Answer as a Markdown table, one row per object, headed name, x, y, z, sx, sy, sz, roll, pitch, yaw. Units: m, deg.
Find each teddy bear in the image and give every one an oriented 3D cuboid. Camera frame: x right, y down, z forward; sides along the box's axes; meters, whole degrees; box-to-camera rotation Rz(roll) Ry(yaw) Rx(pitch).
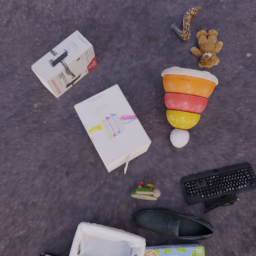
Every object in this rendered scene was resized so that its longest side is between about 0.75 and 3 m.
| name | x | y | z | sx | sy | sz | roll | pitch | yaw |
| --- | --- | --- | --- | --- | --- | --- | --- | --- | --- |
| teddy bear | 3.285 | -3.357 | 11.586 | 1.255 | 0.578 | 1.731 | 19 | 75 | 8 |

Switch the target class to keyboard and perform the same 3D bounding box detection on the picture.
| name | x | y | z | sx | sy | sz | roll | pitch | yaw |
| --- | --- | --- | --- | --- | --- | --- | --- | --- | --- |
| keyboard | 3.410 | 2.160 | 10.106 | 2.742 | 0.543 | 1.427 | -13 | 75 | -3 |

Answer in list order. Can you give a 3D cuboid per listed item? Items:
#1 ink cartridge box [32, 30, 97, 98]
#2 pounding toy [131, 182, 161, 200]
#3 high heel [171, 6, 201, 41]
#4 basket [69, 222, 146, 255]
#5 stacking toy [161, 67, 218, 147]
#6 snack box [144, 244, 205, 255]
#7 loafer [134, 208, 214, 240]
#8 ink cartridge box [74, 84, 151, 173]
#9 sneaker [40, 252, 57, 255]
| name | x | y | z | sx | sy | sz | roll | pitch | yaw |
| --- | --- | --- | --- | --- | --- | --- | --- | --- | --- |
| ink cartridge box | -2.374 | -2.395 | 10.783 | 2.197 | 1.585 | 0.920 | -41 | 78 | -10 |
| pounding toy | 0.605 | 2.113 | 9.632 | 0.905 | 1.172 | 0.544 | 11 | 69 | -7 |
| high heel | 2.721 | -4.396 | 11.858 | 1.491 | 0.532 | 1.063 | -39 | 73 | 5 |
| basket | -0.650 | 4.045 | 9.149 | 2.214 | 1.366 | 1.501 | 13 | 75 | 5 |
| stacking toy | 2.044 | -0.696 | 10.470 | 2.090 | 2.090 | 2.860 | 12 | 93 | 3 |
| snack box | 1.537 | 5.156 | 9.126 | 2.059 | 0.826 | 2.442 | -4 | 73 | 0 |
| loafer | 1.559 | 3.266 | 9.569 | 2.727 | 0.957 | 0.926 | 9 | 75 | 2 |
| ink cartridge box | -0.452 | 0.216 | 10.005 | 1.693 | 1.738 | 2.704 | -29 | 78 | -8 |
| sneaker | -2.104 | 5.113 | 9.263 | 2.169 | 0.819 | 1.248 | 16 | 84 | 12 |
